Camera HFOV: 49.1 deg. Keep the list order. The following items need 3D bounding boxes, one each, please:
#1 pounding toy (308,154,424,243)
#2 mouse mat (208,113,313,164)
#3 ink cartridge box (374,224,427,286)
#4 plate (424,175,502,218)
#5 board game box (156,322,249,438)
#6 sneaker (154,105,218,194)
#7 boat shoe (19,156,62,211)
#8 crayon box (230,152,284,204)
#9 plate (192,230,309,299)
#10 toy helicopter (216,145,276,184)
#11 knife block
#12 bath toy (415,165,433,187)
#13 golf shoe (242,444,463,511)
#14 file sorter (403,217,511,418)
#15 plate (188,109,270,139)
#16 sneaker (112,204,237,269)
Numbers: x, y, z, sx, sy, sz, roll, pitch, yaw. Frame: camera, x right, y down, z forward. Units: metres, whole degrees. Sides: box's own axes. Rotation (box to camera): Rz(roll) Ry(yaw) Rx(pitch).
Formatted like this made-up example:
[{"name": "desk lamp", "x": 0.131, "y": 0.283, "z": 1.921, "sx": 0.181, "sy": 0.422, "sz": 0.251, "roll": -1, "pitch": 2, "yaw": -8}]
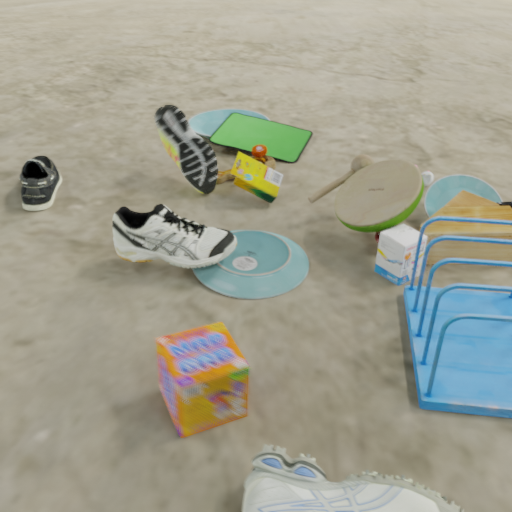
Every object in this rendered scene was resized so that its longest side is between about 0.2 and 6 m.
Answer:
[{"name": "pounding toy", "x": 2.472, "y": -1.035, "z": 11.497, "sx": 1.804, "sy": 1.085, "sz": 2.337, "roll": -43, "pitch": 37, "yaw": -7}, {"name": "mouse mat", "x": 0.165, "y": -3.419, "z": 16.053, "sx": 2.619, "sy": 0.099, "sz": 2.107, "roll": 16, "pitch": 40, "yaw": 11}, {"name": "ink cartridge box", "x": 2.701, "y": -0.034, "z": 10.479, "sx": 0.644, "sy": 0.875, "sz": 0.633, "roll": -21, "pitch": 38, "yaw": -29}, {"name": "plate", "x": 4.499, "y": -1.040, "z": 12.189, "sx": 1.690, "sy": 0.216, "sz": 1.690, "roll": -2, "pitch": 60, "yaw": 3}, {"name": "board game box", "x": -0.746, "y": 1.677, "z": 7.692, "sx": 0.981, "sy": 0.980, "sz": 0.980, "roll": -12, "pitch": 36, "yaw": -22}, {"name": "sneaker", "x": -1.670, "y": -2.515, "z": 13.724, "sx": 0.918, "sy": 1.061, "sz": 2.350, "roll": -27, "pitch": 83, "yaw": -15}, {"name": "boat shoe", "x": -5.254, "y": -1.976, "z": 13.576, "sx": 0.883, "sy": 0.831, "sz": 2.458, "roll": -9, "pitch": 32, "yaw": -11}, {"name": "crayon box", "x": -0.022, "y": -1.822, "z": 13.005, "sx": 1.211, "sy": 0.308, "sz": 0.769, "roll": 27, "pitch": 54, "yaw": -13}, {"name": "plate", "x": -0.105, "y": 0.018, "z": 10.860, "sx": 2.294, "sy": 0.293, "sz": 2.294, "roll": 2, "pitch": 35, "yaw": -2}, {"name": "toy helicopter", "x": -0.308, "y": -2.100, "z": 14.118, "sx": 1.683, "sy": 0.664, "sz": 1.113, "roll": -17, "pitch": 45, "yaw": -7}, {"name": "knife block", "x": 4.652, "y": -0.318, "z": 10.914, "sx": 2.247, "sy": 0.819, "sz": 2.559, "roll": 31, "pitch": 48, "yaw": 32}, {"name": "bath toy", "x": 3.872, "y": -2.081, "z": 14.091, "sx": 1.189, "sy": 0.517, "sz": 0.439, "roll": 17, "pitch": 14, "yaw": 17}, {"name": "golf shoe", "x": 0.995, "y": 2.941, "z": 6.100, "sx": 2.411, "sy": 0.944, "sz": 1.172, "roll": 5, "pitch": 50, "yaw": 18}, {"name": "file sorter", "x": 3.438, "y": 0.791, "z": 8.450, "sx": 1.928, "sy": 1.705, "sz": 2.778, "roll": 5, "pitch": 33, "yaw": 6}, {"name": "plate", "x": -0.820, "y": -3.930, "z": 17.053, "sx": 2.534, "sy": 0.324, "sz": 2.534, "roll": 1, "pitch": 34, "yaw": -1}, {"name": "sneaker", "x": -1.559, "y": -0.425, "z": 10.317, "sx": 2.378, "sy": 1.043, "sz": 0.900, "roll": 1, "pitch": 33, "yaw": 8}]
